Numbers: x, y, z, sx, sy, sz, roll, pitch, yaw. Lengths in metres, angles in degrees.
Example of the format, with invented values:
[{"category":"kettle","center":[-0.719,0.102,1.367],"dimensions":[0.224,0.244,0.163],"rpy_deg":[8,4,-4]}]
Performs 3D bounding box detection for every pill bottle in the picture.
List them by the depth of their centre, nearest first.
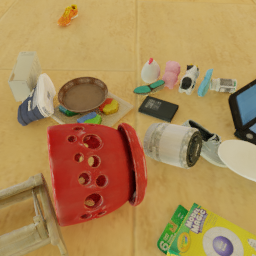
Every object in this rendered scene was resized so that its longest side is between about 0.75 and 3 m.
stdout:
[{"category":"pill bottle","center":[3.785,-1.705,11.137],"dimensions":[0.949,0.537,0.537],"rpy_deg":[5,46,4]}]

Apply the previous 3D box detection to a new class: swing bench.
[{"category":"swing bench","center":[-2.906,2.348,6.522],"dimensions":[2.400,1.565,2.413],"rpy_deg":[-20,50,-16]}]

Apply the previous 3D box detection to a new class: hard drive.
[{"category":"hard drive","center":[1.145,-0.724,10.413],"dimensions":[1.287,0.212,0.898],"rpy_deg":[20,49,18]}]

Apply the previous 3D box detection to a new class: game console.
[{"category":"game console","center":[4.708,-0.499,9.411],"dimensions":[2.316,1.348,2.037],"rpy_deg":[-30,53,-25]}]

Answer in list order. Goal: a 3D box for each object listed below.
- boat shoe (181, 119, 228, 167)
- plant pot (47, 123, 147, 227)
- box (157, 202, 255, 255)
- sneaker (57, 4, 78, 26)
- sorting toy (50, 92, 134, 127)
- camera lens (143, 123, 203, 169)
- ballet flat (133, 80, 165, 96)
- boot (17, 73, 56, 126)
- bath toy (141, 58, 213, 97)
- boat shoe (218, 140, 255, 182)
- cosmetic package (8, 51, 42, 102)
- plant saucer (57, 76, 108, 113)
[{"category":"boat shoe","center":[2.485,0.452,8.661],"dimensions":[1.972,0.702,0.688],"rpy_deg":[37,51,7]},{"category":"plant pot","center":[-0.798,1.038,7.159],"dimensions":[2.271,2.494,2.494],"rpy_deg":[-8,46,-11]},{"category":"box","center":[2.076,2.866,6.694],"dimensions":[2.513,0.608,1.474],"rpy_deg":[24,50,23]},{"category":"sneaker","center":[-3.359,-6.197,15.345],"dimensions":[0.710,0.750,1.945],"rpy_deg":[11,49,9]},{"category":"sorting toy","center":[-1.364,-0.726,10.251],"dimensions":[2.289,0.451,2.473],"rpy_deg":[32,53,27]},{"category":"camera lens","center":[1.363,0.495,8.341],"dimensions":[1.489,1.191,1.191],"rpy_deg":[12,45,34]},{"category":"ballet flat","center":[0.849,-1.484,10.996],"dimensions":[1.391,0.443,0.469],"rpy_deg":[-22,53,-17]},{"category":"boot","center":[-3.423,-1.119,10.363],"dimensions":[1.164,0.937,2.576],"rpy_deg":[-24,35,5]},{"category":"bath toy","center":[1.902,-2.198,11.276],"dimensions":[2.820,1.042,1.226],"rpy_deg":[16,48,16]},{"category":"boat shoe","center":[3.845,1.184,7.989],"dimensions":[2.721,0.932,0.980],"rpy_deg":[19,72,11]},{"category":"cosmetic package","center":[-4.050,-2.081,11.159],"dimensions":[0.717,1.061,2.017],"rpy_deg":[-3,45,-1]},{"category":"plant saucer","center":[-1.624,-1.181,10.224],"dimensions":[1.843,0.317,1.843],"rpy_deg":[-1,50,1]}]
